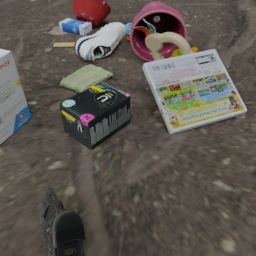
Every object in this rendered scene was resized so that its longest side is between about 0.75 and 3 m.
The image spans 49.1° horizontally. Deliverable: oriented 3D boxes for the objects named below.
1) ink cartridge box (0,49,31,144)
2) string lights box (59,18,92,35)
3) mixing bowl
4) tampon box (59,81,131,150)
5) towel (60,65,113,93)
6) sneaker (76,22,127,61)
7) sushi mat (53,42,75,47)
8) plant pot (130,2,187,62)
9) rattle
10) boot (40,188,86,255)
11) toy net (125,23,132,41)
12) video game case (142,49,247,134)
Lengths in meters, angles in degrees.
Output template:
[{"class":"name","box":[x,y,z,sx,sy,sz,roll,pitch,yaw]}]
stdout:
[{"class":"ink cartridge box","box":[-4.173,-0.937,7.886,1.698,2.347,1.728,17,43,19]},{"class":"string lights box","box":[-2.739,-5.304,14.634,1.542,0.455,0.792,19,43,21]},{"class":"mixing bowl","box":[-2.057,-6.100,14.756,2.077,2.077,1.125,19,85,21]},{"class":"tampon box","box":[-0.925,-0.423,8.281,1.268,1.068,1.691,30,48,31]},{"class":"towel","box":[-1.559,-1.889,10.628,1.329,0.327,1.792,23,45,26]},{"class":"sneaker","box":[-0.948,-3.752,12.411,1.121,1.064,2.785,33,60,30]},{"class":"sushi mat","box":[-3.030,-3.963,13.332,0.994,0.060,0.476,-1,40,-2]},{"class":"plant pot","box":[1.219,-4.255,11.889,2.277,2.277,2.038,0,43,0]},{"class":"rattle","box":[1.553,-3.521,10.916,2.522,1.642,1.801,39,71,-1]},{"class":"boot","box":[-1.256,2.124,5.056,0.654,1.889,1.645,6,-5,-27]},{"class":"toy net","box":[-0.448,-4.498,13.757,2.354,0.455,1.235,-23,74,-22]},{"class":"video game case","box":[2.122,-1.252,8.987,2.710,0.310,2.466,-15,71,-16]}]
